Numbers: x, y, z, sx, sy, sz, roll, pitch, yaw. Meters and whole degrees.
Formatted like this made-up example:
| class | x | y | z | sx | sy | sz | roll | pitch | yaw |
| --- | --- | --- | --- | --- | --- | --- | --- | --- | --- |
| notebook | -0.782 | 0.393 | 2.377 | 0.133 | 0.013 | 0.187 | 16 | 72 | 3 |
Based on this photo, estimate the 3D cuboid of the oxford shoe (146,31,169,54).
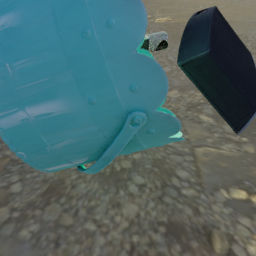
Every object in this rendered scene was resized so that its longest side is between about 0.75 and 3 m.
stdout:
| class | x | y | z | sx | sy | sz | roll | pitch | yaw |
| --- | --- | --- | --- | --- | --- | --- | --- | --- | --- |
| oxford shoe | 0.539 | -2.605 | 8.972 | 1.838 | 0.691 | 0.531 | -20 | 72 | -15 |

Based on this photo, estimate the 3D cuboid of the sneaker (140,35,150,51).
| class | x | y | z | sx | sy | sz | roll | pitch | yaw |
| --- | --- | --- | --- | --- | --- | --- | --- | --- | --- |
| sneaker | 0.299 | -2.062 | 6.807 | 0.287 | 0.402 | 0.811 | -6 | 27 | -15 |

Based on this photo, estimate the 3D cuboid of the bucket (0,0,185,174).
| class | x | y | z | sx | sy | sz | roll | pitch | yaw |
| --- | --- | --- | --- | --- | --- | --- | --- | --- | --- |
| bucket | -0.569 | -0.867 | 4.127 | 2.010 | 3.089 | 3.089 | -18 | 34 | 9 |

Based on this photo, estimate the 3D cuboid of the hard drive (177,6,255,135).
| class | x | y | z | sx | sy | sz | roll | pitch | yaw |
| --- | --- | --- | --- | --- | --- | --- | --- | --- | --- |
| hard drive | 1.869 | -1.355 | 5.510 | 0.592 | 1.886 | 2.796 | -32 | 20 | 36 |
